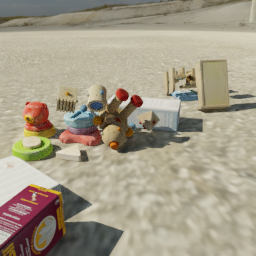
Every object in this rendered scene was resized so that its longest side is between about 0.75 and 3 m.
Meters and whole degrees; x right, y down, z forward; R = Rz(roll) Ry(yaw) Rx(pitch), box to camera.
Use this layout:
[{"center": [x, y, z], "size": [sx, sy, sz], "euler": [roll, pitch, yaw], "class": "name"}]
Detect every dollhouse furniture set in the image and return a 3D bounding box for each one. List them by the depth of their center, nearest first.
[{"center": [2.616, -1.436, 10.198], "size": [2.070, 1.569, 2.362], "euler": [-4, 1, -9], "class": "dollhouse furniture set"}]

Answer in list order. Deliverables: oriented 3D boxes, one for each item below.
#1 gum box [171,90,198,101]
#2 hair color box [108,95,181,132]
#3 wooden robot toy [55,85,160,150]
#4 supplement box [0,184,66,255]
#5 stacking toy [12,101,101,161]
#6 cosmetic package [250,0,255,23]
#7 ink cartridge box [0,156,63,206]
[{"center": [2.188, -1.234, 10.589], "size": [0.895, 0.199, 0.760], "euler": [-5, 24, -12], "class": "gum box"}, {"center": [0.437, -0.463, 8.211], "size": [2.114, 0.641, 1.047], "euler": [6, 24, 12], "class": "hair color box"}, {"center": [-0.374, -0.153, 6.724], "size": [2.772, 1.221, 1.258], "euler": [19, 49, -25], "class": "wooden robot toy"}, {"center": [-1.450, 1.429, 3.606], "size": [0.584, 0.753, 1.364], "euler": [10, 25, 22], "class": "supplement box"}, {"center": [-1.785, -0.032, 6.873], "size": [2.121, 0.896, 1.920], "euler": [1, 23, 4], "class": "stacking toy"}, {"center": [1.846, -1.803, 3.617], "size": [0.420, 0.798, 0.284], "euler": [10, 37, 22], "class": "cosmetic package"}, {"center": [-2.287, 1.135, 4.840], "size": [1.524, 0.450, 1.904], "euler": [-22, 25, -40], "class": "ink cartridge box"}]
